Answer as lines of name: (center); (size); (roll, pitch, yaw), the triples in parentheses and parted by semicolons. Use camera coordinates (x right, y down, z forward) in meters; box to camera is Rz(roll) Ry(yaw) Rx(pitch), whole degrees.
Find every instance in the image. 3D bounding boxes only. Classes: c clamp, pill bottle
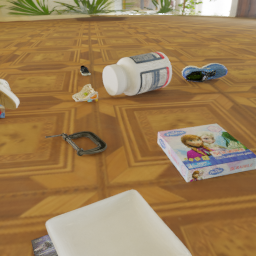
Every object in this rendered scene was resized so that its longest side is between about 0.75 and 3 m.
c clamp: (-1.529, 0.471, 8.698); (1.450, 0.230, 1.698); (-15, 29, -37)
pill bottle: (0.387, -2.376, 12.510); (2.826, 1.690, 1.690); (-18, 32, -30)

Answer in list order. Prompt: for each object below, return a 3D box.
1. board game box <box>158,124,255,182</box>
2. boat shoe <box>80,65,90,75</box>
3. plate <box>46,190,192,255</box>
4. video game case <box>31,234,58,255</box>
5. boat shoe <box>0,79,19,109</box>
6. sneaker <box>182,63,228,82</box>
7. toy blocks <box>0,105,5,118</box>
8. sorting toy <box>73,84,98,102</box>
board game box: (2.196, 0.614, 8.128); (2.087, 0.429, 2.082); (-8, 29, -15)
boat shoe: (-2.392, -3.181, 15.506); (0.439, 0.367, 1.178); (-10, 30, -21)
plate: (-0.252, 2.157, 5.240); (2.081, 0.337, 2.086); (-15, 32, -26)
video game case: (-1.460, 2.313, 5.259); (0.563, 0.075, 0.788); (-13, 29, -23)
boat shoe: (-2.761, -0.861, 6.056); (1.268, 0.449, 0.440); (33, 44, 15)
sneaker: (3.920, -2.679, 14.195); (2.236, 0.878, 0.997); (-6, 35, 5)
toy blocks: (-5.047, -0.648, 10.413); (1.013, 0.740, 1.481); (1, 21, -24)
sorting toy: (-1.846, -1.361, 11.908); (0.937, 0.556, 1.040); (-18, 33, -16)
